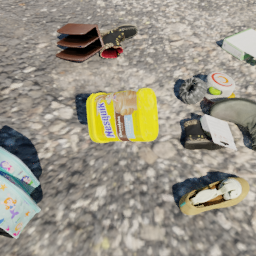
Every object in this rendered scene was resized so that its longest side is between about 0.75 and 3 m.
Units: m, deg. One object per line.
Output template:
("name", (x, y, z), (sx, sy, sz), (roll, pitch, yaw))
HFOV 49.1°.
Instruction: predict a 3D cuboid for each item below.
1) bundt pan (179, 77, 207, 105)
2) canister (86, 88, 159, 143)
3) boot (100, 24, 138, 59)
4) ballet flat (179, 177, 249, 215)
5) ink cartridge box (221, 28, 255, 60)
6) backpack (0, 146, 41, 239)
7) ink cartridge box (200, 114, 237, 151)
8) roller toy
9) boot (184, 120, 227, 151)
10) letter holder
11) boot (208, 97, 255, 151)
("bundt pan", (2.546, -1.539, 11.236), (1.180, 0.443, 1.180), (-22, 53, 33))
("canister", (-0.144, -0.265, 6.399), (1.633, 1.213, 0.707), (-2, 4, 42))
("boot", (-0.486, -4.255, 13.744), (2.270, 0.831, 1.709), (-11, 49, -4))
("ballet flat", (2.722, 1.996, 8.390), (2.437, 0.768, 0.836), (-18, 60, -14))
("ink cartridge box", (6.152, -3.764, 13.454), (1.910, 0.629, 2.625), (-25, 54, -20))
("backpack", (-3.609, 1.693, 7.629), (2.614, 2.321, 1.968), (30, 61, 26))
("ink cartridge box", (3.203, 0.209, 9.953), (1.085, 0.338, 1.348), (18, 46, -21))
("roller toy", (3.672, -1.627, 11.440), (1.290, 0.902, 1.177), (-3, 48, -17))
("boot", (2.730, 0.240, 10.098), (1.486, 0.544, 1.119), (-4, 49, 4))
("letter holder", (-2.476, -3.984, 12.970), (2.180, 1.096, 1.549), (20, 52, 39))
("boot", (4.468, -0.054, 10.102), (2.935, 0.994, 1.917), (4, 55, 5))
